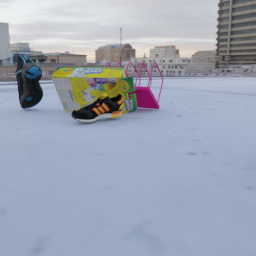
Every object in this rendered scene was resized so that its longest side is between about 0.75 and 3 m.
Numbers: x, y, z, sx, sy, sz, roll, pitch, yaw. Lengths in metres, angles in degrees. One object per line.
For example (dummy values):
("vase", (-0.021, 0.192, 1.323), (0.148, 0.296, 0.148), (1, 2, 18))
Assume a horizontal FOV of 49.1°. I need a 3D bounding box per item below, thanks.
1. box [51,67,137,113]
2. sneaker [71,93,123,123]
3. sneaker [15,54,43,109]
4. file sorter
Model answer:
("box", (-0.984, -1.203, 8.979), (2.559, 1.501, 0.619), (5, 48, 13))
("sneaker", (-0.826, -0.623, 7.752), (1.592, 0.716, 0.557), (-10, 33, -36))
("sneaker", (-3.362, -1.517, 9.472), (0.778, 2.126, 0.871), (-21, 63, -37))
("file sorter", (0.137, -1.569, 9.964), (1.955, 1.226, 1.359), (6, -20, 24))
